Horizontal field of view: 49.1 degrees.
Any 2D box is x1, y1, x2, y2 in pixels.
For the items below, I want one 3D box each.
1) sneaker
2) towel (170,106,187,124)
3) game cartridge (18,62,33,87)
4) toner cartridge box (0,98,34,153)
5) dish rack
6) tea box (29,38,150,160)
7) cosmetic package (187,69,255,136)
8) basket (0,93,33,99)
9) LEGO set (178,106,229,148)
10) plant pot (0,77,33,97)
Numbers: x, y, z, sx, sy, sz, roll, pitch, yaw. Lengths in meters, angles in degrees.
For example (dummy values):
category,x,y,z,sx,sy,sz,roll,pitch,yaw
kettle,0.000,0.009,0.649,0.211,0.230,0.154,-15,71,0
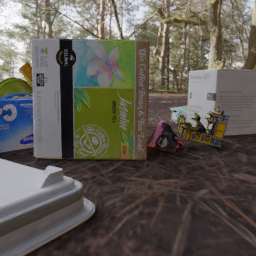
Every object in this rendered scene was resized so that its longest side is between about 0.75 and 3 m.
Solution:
category,x,y,z,sx,sy,sz,roll,pitch,yaw
sneaker,1.058,0.287,7.462,0.838,0.694,1.758,24,14,8
towel,3.194,-0.597,12.475,2.389,0.672,2.791,0,9,3
game cartridge,-3.605,-1.521,12.253,0.477,2.940,2.592,-43,22,-10
toner cartridge box,-3.262,-0.064,6.992,2.758,1.310,0.595,-9,14,-44
dish rack,-2.122,0.841,3.545,2.847,0.620,2.444,5,11,36
tea box,-0.805,-0.702,6.778,2.566,2.608,1.743,0,9,-1
cosmetic package,3.286,-0.945,9.833,1.774,2.150,1.772,-3,9,-18
basket,-3.782,-0.546,9.265,1.962,1.364,1.730,34,21,20
LEGO set,2.103,-0.184,7.939,1.375,1.036,1.789,15,9,12
plant pot,-4.485,-0.989,11.913,1.965,1.965,1.892,-9,24,-44
